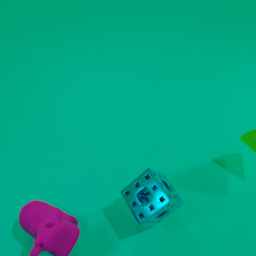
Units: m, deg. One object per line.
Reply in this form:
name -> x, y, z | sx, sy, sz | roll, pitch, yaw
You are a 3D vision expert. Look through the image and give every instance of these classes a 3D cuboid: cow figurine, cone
cow figurine -> -1.650, 1.950, 5.605 | 1.668, 1.641, 0.916 | 22, 72, 24
cone -> 3.367, 0.528, 6.954 | 0.869, 0.869, 0.872 | -8, 66, -7

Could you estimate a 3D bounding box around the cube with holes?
cube with holes -> 0.536, 1.525, 6.143 | 0.848, 0.848, 0.848 | -42, 58, 12
